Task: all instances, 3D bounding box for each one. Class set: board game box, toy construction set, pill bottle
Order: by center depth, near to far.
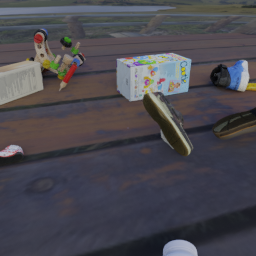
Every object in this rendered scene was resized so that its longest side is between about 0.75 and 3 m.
[{"bbox_3d":[0.727,2.185,3.804,0.684,0.684,1.217,4,27,7],"label":"pill bottle"},{"bbox_3d":[1.009,-2.117,11.313,2.644,1.386,1.362,-11,30,-22],"label":"board game box"},{"bbox_3d":[-3.326,-2.669,12.463,2.445,2.253,2.932,17,33,-38],"label":"toy construction set"}]

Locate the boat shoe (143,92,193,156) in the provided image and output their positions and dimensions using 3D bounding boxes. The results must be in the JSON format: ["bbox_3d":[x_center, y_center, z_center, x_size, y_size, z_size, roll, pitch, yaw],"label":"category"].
[{"bbox_3d":[1.160,-0.207,7.409,0.657,0.715,2.000,-26,68,-21],"label":"boat shoe"}]

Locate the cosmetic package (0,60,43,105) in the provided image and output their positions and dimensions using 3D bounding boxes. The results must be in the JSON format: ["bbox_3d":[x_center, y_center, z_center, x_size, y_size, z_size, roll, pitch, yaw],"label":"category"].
[{"bbox_3d":[-4.510,-1.793,10.913,0.819,1.212,2.304,17,31,29],"label":"cosmetic package"}]

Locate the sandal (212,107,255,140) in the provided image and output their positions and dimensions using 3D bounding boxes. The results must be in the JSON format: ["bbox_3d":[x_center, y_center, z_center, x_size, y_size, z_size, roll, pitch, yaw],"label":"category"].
[{"bbox_3d":[3.805,-0.142,7.544,2.914,0.795,1.191,-21,18,13],"label":"sandal"}]

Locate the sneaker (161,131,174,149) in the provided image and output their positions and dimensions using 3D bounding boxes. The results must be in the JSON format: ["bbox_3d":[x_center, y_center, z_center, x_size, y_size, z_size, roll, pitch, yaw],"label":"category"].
[{"bbox_3d":[1.244,0.260,7.906,0.370,0.328,0.875,-15,41,-18],"label":"sneaker"}]

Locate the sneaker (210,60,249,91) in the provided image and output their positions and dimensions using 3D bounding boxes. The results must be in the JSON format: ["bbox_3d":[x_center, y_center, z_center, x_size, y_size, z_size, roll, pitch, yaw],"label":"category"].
[{"bbox_3d":[4.407,-2.443,12.347,1.453,1.002,2.612,14,35,10],"label":"sneaker"}]

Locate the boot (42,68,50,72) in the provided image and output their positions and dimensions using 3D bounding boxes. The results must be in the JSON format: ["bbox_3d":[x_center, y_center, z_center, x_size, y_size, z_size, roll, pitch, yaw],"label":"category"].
[{"bbox_3d":[-4.650,-2.702,13.160,2.036,0.740,2.162,2,28,3],"label":"boot"}]

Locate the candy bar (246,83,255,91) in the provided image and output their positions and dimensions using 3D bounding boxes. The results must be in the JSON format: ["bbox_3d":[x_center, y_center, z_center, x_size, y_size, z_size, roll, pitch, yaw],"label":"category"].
[{"bbox_3d":[5.828,-1.637,11.589,2.114,0.234,0.527,8,40,18],"label":"candy bar"}]

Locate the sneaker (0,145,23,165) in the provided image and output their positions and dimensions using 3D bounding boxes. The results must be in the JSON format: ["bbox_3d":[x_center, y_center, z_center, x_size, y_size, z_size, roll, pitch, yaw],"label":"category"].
[{"bbox_3d":[-3.147,0.683,7.113,0.918,0.307,0.492,-7,27,-21],"label":"sneaker"}]
